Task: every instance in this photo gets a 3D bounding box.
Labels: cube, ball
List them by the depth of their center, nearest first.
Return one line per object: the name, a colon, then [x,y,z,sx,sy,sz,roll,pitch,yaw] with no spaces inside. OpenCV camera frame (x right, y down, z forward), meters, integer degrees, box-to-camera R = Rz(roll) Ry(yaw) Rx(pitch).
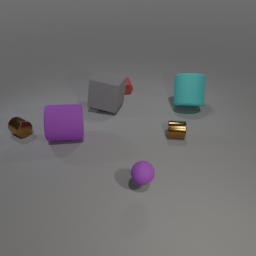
ball: [0.433,1.304,8.168,0.700,0.700,0.700,0,30,0]
cube: [-0.971,-1.729,13.137,1.400,1.400,1.400,14,31,9]

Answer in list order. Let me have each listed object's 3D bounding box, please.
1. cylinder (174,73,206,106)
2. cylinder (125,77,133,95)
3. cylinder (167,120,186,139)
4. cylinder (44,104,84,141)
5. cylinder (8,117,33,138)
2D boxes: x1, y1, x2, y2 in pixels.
cylinder: [2.887,-1.760,13.153,1.400,1.400,1.400,3,1,0]
cylinder: [-0.154,-2.275,15.051,0.700,0.700,0.700,-8,49,-13]
cylinder: [1.945,0.064,11.193,0.700,0.700,0.700,3,30,6]
cylinder: [-2.464,-0.218,10.905,1.400,1.400,1.400,-2,30,-8]
cylinder: [-4.374,-0.037,11.371,0.700,0.700,0.700,22,37,33]
